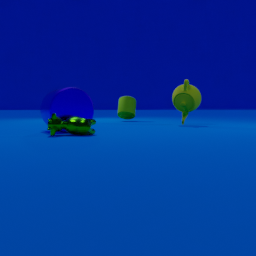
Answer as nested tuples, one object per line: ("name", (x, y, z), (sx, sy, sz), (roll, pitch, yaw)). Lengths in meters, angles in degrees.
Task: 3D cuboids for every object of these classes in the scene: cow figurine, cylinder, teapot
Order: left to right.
("cylinder", (-1.577, -0.460, 7.171), (1.102, 1.102, 1.102), (-2, 5, -29))
("cow figurine", (-1.263, -0.055, 6.172), (0.924, 0.507, 0.909), (7, 5, 27))
("cylinder", (-0.048, -0.933, 13.038), (0.827, 0.827, 0.827), (3, -25, 2))
("teapot", (2.002, -0.925, 9.768), (1.021, 1.642, 0.804), (10, 33, 21))
